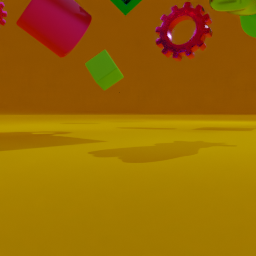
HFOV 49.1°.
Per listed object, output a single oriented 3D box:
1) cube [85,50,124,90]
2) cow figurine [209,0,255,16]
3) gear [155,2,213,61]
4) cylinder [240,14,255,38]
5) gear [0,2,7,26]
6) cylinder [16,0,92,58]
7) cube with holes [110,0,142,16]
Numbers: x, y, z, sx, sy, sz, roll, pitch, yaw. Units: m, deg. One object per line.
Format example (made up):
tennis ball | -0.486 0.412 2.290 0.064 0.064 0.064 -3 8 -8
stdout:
cube | -0.974 -2.396 11.698 1.034 1.034 1.034 -34 -18 5
cow figurine | 1.599 -2.469 3.778 1.665 1.692 0.929 29 -3 -40
gear | 1.574 -2.752 8.030 1.606 1.606 0.297 2 -5 30
cylinder | 3.854 -3.442 7.966 1.292 1.292 1.292 1 -9 27
gear | -4.081 -3.326 8.074 1.065 1.065 0.197 -1 36 -21
cylinder | -1.494 -2.208 5.731 1.096 1.096 1.096 35 -15 -28
cube with holes | -0.104 -3.179 4.842 1.353 1.353 1.353 -35 -43 24
